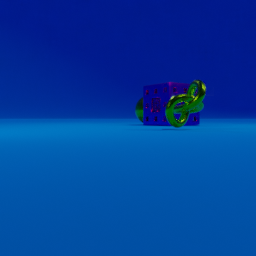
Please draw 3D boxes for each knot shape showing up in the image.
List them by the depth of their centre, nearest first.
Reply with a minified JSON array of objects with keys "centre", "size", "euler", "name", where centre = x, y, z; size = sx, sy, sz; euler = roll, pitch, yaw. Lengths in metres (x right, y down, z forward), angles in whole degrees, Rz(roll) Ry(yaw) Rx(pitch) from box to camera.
[{"centre":[1.327,-0.507,6.311],"size":[0.530,1.147,1.074],"euler":[44,5,18],"name":"knot shape"}]

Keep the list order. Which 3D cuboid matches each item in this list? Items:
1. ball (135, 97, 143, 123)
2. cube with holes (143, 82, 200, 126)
[{"centre":[0.894,-0.745,11.518],"size":[1.211,1.211,1.211],"euler":[0,2,0],"name":"ball"},{"centre":[1.493,-0.783,9.730],"size":[1.385,1.385,1.385],"euler":[-1,2,-34],"name":"cube with holes"}]
